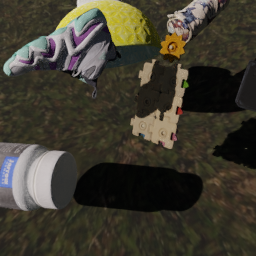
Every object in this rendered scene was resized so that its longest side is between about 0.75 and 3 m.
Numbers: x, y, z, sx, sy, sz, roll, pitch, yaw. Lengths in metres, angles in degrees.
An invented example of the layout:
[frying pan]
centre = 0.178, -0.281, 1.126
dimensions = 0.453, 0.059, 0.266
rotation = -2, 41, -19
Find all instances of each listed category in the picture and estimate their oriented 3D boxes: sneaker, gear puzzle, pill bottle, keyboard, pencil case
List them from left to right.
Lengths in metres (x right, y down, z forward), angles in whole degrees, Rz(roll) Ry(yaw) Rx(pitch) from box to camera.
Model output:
[pill bottle]
centre = -2.105, 0.879, 5.214
dimensions = 2.108, 1.199, 1.199
rotation = 2, 56, 16
[sneaker]
centre = -0.860, -0.880, 4.144
dimensions = 1.635, 1.144, 0.636
rotation = -29, 24, 0
[gear puzzle]
centre = 0.680, -0.748, 5.440
dimensions = 1.106, 2.136, 0.280
rotation = 21, 18, 37
[pencil case]
centre = 1.848, -3.016, 7.254
dimensions = 1.879, 0.840, 0.731
rotation = -44, 43, -17
[keyboard]
centre = 3.601, -0.709, 5.546
dimensions = 2.556, 0.507, 1.331
rotation = 20, 102, 17

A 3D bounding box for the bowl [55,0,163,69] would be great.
[bowl]
centre = -0.575, -2.304, 6.618
dimensions = 2.640, 2.640, 1.421
rotation = -8, 93, -5
